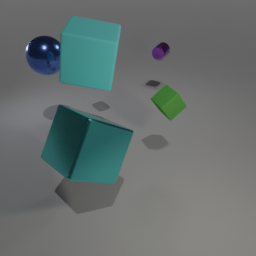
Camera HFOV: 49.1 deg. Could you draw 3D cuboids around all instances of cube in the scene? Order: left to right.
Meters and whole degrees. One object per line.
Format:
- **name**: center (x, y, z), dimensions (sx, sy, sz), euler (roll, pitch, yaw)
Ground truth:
- **cube**: center (-0.987, 0.400, 6.736), dimensions (1.400, 1.400, 1.400), euler (17, 4, -45)
- **cube**: center (-1.015, -2.048, 7.662), dimensions (1.400, 1.400, 1.400), euler (9, 38, -4)
- **cube**: center (1.290, -0.809, 8.902), dimensions (0.700, 0.700, 0.700), euler (-42, 43, 3)

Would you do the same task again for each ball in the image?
- **ball**: center (-2.982, -2.629, 10.189), dimensions (1.400, 1.400, 1.400), euler (0, 32, 0)

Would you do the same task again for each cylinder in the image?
- **cylinder**: center (1.648, -3.835, 14.016), dimensions (0.700, 0.700, 0.700), euler (17, 44, 25)
